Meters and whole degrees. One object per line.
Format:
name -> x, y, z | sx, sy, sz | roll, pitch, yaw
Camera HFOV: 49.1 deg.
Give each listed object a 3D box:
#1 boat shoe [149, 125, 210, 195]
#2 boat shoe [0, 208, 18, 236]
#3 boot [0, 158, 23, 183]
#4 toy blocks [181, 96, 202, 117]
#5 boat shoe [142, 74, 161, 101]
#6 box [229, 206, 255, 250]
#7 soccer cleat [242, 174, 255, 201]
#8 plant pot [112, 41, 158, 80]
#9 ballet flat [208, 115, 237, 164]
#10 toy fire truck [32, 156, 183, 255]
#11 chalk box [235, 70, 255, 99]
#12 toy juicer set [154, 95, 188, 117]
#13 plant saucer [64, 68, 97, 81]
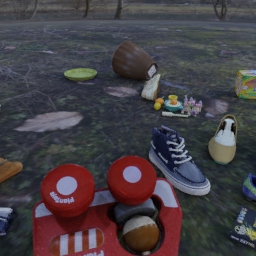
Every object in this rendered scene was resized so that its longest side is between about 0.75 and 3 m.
boat shoe -> 1.368, 0.800, 7.851 | 0.903, 1.121, 2.418 | -15, 30, -27
boat shoe -> -3.076, 2.063, 6.166 | 1.161, 0.434, 0.538 | -5, 41, 13
boot -> -4.375, 1.247, 7.355 | 2.183, 0.794, 2.319 | 7, 27, 15
toy blocks -> 2.690, -0.975, 11.882 | 0.750, 0.676, 0.803 | 17, 31, 29
boat shoe -> 1.169, -2.086, 13.954 | 0.773, 0.858, 2.379 | 6, 33, 10
box -> 2.717, 2.191, 6.081 | 0.769, 0.234, 0.955 | 20, 33, 29
soccer cleat -> 3.740, 1.552, 6.760 | 1.813, 0.758, 0.586 | 9, 28, 18
plant pot -> 0.556, -3.646, 16.069 | 2.187, 2.044, 2.044 | 33, 40, 31
ballet flat -> 3.197, 0.252, 9.297 | 0.858, 0.788, 2.499 | 13, 30, 16
toy fire truck -> -0.350, 2.026, 5.280 | 2.928, 1.642, 2.459 | -7, 52, -12
chalk box -> 6.323, -2.108, 13.587 | 1.878, 1.168, 1.162 | 2, 27, 8
toy juicer set -> 1.756, -0.991, 12.102 | 1.191, 0.510, 1.873 | -3, 27, -7
plant saucer -> -2.801, -3.157, 16.644 | 1.938, 0.301, 1.938 | 1, 27, 0
